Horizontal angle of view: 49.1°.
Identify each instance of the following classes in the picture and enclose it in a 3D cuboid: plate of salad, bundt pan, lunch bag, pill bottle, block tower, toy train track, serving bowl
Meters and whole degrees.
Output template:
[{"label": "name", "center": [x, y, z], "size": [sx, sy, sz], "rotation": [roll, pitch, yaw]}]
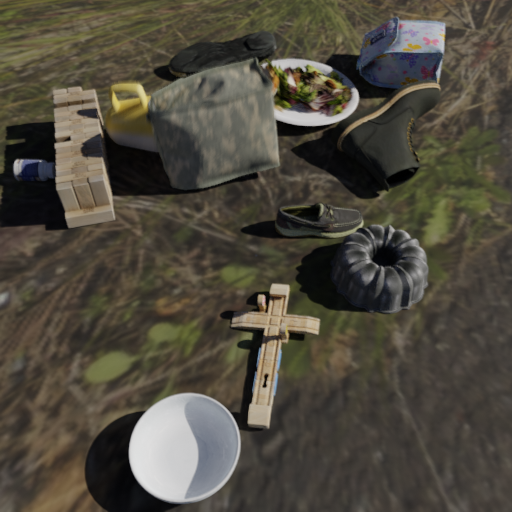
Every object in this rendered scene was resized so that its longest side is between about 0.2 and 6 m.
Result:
[{"label": "plate of salad", "center": [1.077, -3.990, 13.138], "size": [2.720, 0.653, 2.720], "rotation": [3, 49, -3]}, {"label": "bundt pan", "center": [2.188, 0.125, 9.791], "size": [1.748, 0.656, 1.748], "rotation": [0, 51, 0]}, {"label": "lunch bag", "center": [-0.870, -2.511, 11.034], "size": [2.379, 1.951, 1.399], "rotation": [-17, 48, -8]}, {"label": "pill bottle", "center": [-4.522, -1.754, 11.503], "size": [0.778, 0.432, 0.432], "rotation": [0, 50, 1]}, {"label": "lunch bag", "center": [3.532, -4.972, 13.694], "size": [1.965, 1.249, 1.666], "rotation": [7, 48, 14]}, {"label": "block tower", "center": [-3.577, -2.152, 11.501], "size": [0.922, 0.987, 3.414], "rotation": [-12, 52, -9]}, {"label": "toy train track", "center": [0.209, 1.419, 8.788], "size": [1.445, 0.410, 2.520], "rotation": [3, 52, 11]}, {"label": "serving bowl", "center": [-0.966, 2.690, 7.741], "size": [1.498, 0.493, 1.498], "rotation": [0, 51, 0]}]

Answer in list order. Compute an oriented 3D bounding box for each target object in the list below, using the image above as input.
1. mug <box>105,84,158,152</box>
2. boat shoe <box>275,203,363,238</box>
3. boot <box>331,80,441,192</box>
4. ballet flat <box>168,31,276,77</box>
[{"label": "mug", "center": [-2.529, -2.967, 11.943], "size": [1.228, 1.495, 1.198], "rotation": [5, 26, 16]}, {"label": "boat shoe", "center": [1.203, -0.714, 10.547], "size": [1.692, 0.556, 0.605], "rotation": [-3, 50, -3]}, {"label": "boot", "center": [3.212, -2.495, 11.885], "size": [2.678, 1.037, 1.852], "rotation": [-31, 60, -8]}, {"label": "ballet flat", "center": [-0.816, -4.971, 14.178], "size": [2.806, 0.797, 0.932], "rotation": [-15, 74, -5]}]
